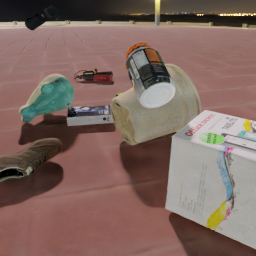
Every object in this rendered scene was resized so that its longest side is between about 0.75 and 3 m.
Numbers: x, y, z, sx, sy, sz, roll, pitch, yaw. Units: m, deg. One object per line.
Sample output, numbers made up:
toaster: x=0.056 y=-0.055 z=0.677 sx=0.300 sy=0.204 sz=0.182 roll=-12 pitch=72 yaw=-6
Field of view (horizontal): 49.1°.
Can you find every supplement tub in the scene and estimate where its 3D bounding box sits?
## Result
supplement tub: x=0.561 y=-1.512 z=7.840 sx=1.064 sy=1.064 sz=1.737 roll=-8 pitch=55 yaw=-15

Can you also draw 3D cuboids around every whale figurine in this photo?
whale figurine: x=-3.446 y=-1.133 z=12.209 sx=1.374 sy=2.107 sz=2.648 roll=38 pitch=60 yaw=8

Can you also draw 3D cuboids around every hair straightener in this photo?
hair straightener: x=-2.224 y=-3.401 z=18.063 sx=2.571 sy=0.526 sz=0.989 roll=-3 pitch=39 yaw=7

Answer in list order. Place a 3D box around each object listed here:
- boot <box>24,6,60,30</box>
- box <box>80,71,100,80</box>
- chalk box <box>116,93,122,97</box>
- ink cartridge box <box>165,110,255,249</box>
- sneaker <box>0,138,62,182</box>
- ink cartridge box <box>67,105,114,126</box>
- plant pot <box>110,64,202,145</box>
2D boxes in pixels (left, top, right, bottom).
boot: x=-2.209 y=-2.818 z=7.205 sx=0.730 sy=0.332 sz=0.868 roll=-22 pitch=20 yaw=17
box: x=-2.443 y=-3.578 z=18.824 sx=1.233 sy=0.161 sz=1.509 roll=15 pitch=30 yaw=28
chalk box: x=0.081 y=-0.995 z=12.448 sx=1.031 sy=1.036 sz=1.665 roll=-18 pitch=30 yaw=-40
ink cartridge box: x=2.732 y=1.141 z=6.757 sx=2.955 sy=2.158 sz=2.168 roll=17 pitch=29 yaw=31
sneaker: x=-3.084 y=1.121 z=8.647 sx=2.459 sy=0.866 sz=0.929 roll=-21 pitch=50 yaw=-28
ink cartridge box: x=-1.449 y=-0.584 z=12.327 sx=2.401 sy=0.471 sz=1.194 roll=-3 pitch=25 yaw=-9
plant pot: x=0.838 y=-0.665 z=10.443 sx=2.527 sy=2.760 sz=2.760 roll=-25 pitch=33 yaw=-20
